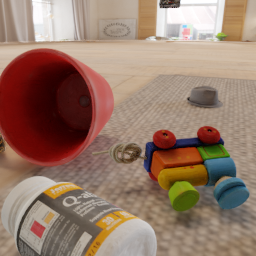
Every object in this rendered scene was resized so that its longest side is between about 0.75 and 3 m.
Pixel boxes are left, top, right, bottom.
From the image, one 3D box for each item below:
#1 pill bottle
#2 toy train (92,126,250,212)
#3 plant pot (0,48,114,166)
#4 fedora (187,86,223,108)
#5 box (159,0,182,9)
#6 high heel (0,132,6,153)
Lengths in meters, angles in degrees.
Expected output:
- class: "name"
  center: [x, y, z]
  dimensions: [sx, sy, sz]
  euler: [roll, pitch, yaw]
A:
- class: "pill bottle"
  center: [-0.741, 1.420, 3.741]
  dimensions: [2.038, 1.186, 1.186]
  euler: [16, 27, 37]
- class: "toy train"
  center: [0.774, 0.910, 5.367]
  dimensions: [2.743, 1.161, 1.587]
  euler: [-5, 35, -12]
- class: "plant pot"
  center: [-1.593, -0.612, 7.339]
  dimensions: [2.673, 2.673, 2.365]
  euler: [6, 11, 15]
- class: "fedora"
  center: [3.162, -1.337, 11.472]
  dimensions: [1.495, 0.675, 1.322]
  euler: [18, 28, 38]
- class: "box"
  center: [1.602, -4.846, 10.298]
  dimensions: [0.764, 0.969, 0.241]
  euler: [7, -21, 18]
- class: "high heel"
  center: [-3.892, 0.412, 7.016]
  dimensions: [1.363, 0.683, 1.912]
  euler: [-17, 18, -35]
